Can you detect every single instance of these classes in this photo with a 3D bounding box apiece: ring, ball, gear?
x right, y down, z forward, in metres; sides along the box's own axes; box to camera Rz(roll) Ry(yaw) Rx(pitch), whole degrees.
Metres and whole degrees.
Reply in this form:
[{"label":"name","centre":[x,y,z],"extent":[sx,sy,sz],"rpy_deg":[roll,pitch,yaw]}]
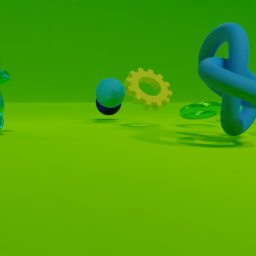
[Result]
[{"label":"ring","centre":[2.157,-0.500,8.270],"extent":[1.291,0.258,1.291],"rpy_deg":[-4,-12,-1]},{"label":"ball","centre":[-0.618,-1.220,9.766],"extent":[1.015,1.015,1.015],"rpy_deg":[0,6,0]},{"label":"ball","centre":[-0.766,-1.009,11.092],"extent":[1.035,1.035,1.035],"rpy_deg":[0,6,0]},{"label":"gear","centre":[0.591,-1.141,8.200],"extent":[1.399,1.399,0.259],"rpy_deg":[-3,-32,-24]}]

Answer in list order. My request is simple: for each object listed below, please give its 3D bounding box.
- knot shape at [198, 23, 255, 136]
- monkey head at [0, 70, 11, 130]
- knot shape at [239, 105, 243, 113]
[{"label":"knot shape","centre":[1.875,-0.973,5.171],"extent":[0.966,1.957,2.091],"rpy_deg":[-23,-23,19]},{"label":"monkey head","centre":[-3.218,-0.689,6.556],"extent":[1.289,1.080,1.792],"rpy_deg":[-30,43,-16]},{"label":"knot shape","centre":[3.821,-1.193,9.799],"extent":[0.826,1.787,1.672],"rpy_deg":[-35,15,18]}]
